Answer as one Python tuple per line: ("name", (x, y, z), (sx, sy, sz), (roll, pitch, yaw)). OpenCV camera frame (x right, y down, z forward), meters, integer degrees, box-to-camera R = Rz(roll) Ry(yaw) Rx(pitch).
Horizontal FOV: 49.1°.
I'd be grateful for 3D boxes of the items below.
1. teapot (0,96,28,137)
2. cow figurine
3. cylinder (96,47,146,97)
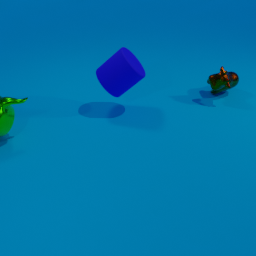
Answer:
("teapot", (-3.029, -0.266, 6.487), (0.837, 1.710, 1.063), (21, 39, -50))
("cow figurine", (2.925, -1.439, 8.454), (1.261, 0.692, 1.241), (-17, -5, -18))
("cylinder", (-0.191, -1.473, 7.467), (0.967, 0.967, 0.967), (-35, 24, 23))
